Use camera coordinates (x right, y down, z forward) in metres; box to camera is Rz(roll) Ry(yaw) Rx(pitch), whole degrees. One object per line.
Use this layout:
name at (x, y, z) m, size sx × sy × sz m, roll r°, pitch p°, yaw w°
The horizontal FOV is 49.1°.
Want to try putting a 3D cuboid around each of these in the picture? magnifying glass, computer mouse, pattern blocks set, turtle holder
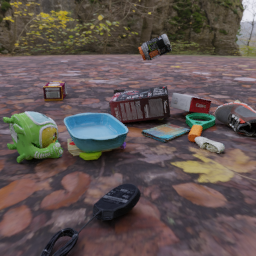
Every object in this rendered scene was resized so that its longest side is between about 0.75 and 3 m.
magnifying glass at (2.596, -0.098, 10.345) m, size 1.140 × 0.321 × 2.864 m, roll 6°, pitch 20°, yaw 18°
computer mouse at (-0.554, 1.709, 4.996) m, size 0.690 × 0.401 × 2.355 m, roll 3°, pitch 23°, yaw 42°
pattern blocks set at (-1.205, 0.527, 8.639) m, size 2.295 × 0.186 × 2.017 m, roll -2°, pitch 19°, yaw -4°
turtle holder at (-2.577, 0.179, 7.810) m, size 1.231 × 1.318 × 1.734 m, roll -17°, pitch 12°, yaw -38°

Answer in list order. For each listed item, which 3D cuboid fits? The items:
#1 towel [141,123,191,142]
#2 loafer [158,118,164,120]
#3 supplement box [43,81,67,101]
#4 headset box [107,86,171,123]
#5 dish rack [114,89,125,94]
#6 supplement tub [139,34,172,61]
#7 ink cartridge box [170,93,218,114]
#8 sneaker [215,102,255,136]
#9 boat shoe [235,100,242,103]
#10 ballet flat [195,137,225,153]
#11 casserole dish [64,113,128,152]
towel at (1.351, 0.121, 9.902) m, size 1.513 × 0.164 × 1.109 m, roll -17°, pitch 26°, yaw -41°
loafer at (1.424, -0.573, 11.788) m, size 0.294 × 0.257 × 0.817 m, roll 3°, pitch 21°, yaw 12°
supplement box at (-3.984, -2.066, 15.440) m, size 0.986 × 0.766 × 1.788 m, roll -1°, pitch 19°, yaw -4°
headset box at (0.409, -0.967, 11.503) m, size 2.545 × 0.955 × 1.891 m, roll -7°, pitch 17°, yaw 8°
dish rack at (-0.493, -2.225, 16.784) m, size 0.659 × 0.234 × 0.859 m, roll 3°, pitch 18°, yaw 6°
supplement tub at (1.204, -3.569, 12.562) m, size 1.338 × 0.820 × 0.820 m, roll -21°, pitch 17°, yaw 9°
ink cartridge box at (2.827, -1.008, 11.941) m, size 1.544 × 0.647 × 1.355 m, roll 3°, pitch 12°, yaw -43°
sneaker at (4.019, -0.263, 9.921) m, size 1.018 × 0.958 × 2.486 m, roll -21°, pitch 26°, yaw -32°
boat shoe at (4.528, -0.487, 11.174) m, size 0.699 × 0.700 × 1.942 m, roll -29°, pitch 29°, yaw 8°
ballet flat at (2.423, 0.522, 8.536) m, size 1.001 × 0.348 × 0.348 m, roll 18°, pitch 26°, yaw 41°
casserole dish at (-1.050, 0.104, 8.780) m, size 1.675 × 0.536 × 2.765 m, roll -8°, pitch 19°, yaw -20°
